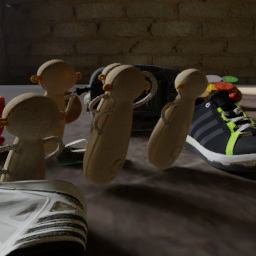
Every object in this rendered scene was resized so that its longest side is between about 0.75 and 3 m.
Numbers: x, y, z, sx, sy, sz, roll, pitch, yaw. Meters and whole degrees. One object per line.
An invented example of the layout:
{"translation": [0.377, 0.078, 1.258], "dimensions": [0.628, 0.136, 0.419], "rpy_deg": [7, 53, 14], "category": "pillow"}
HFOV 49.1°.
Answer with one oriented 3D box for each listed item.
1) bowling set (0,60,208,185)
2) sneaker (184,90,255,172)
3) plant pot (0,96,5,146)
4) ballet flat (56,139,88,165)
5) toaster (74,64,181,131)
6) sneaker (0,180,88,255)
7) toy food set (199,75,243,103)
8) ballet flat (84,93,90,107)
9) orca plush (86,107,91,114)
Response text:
{"translation": [-0.593, -0.360, 3.826], "dimensions": [2.986, 1.603, 2.078], "rpy_deg": [-11, 39, -44], "category": "bowling set"}
{"translation": [1.631, -0.074, 4.976], "dimensions": [1.020, 1.178, 2.844], "rpy_deg": [-4, 11, -19], "category": "sneaker"}
{"translation": [-2.989, -0.094, 5.472], "dimensions": [1.145, 1.043, 1.145], "rpy_deg": [0, 10, 0], "category": "plant pot"}
{"translation": [-0.610, 0.385, 4.679], "dimensions": [1.159, 0.397, 0.394], "rpy_deg": [-2, 11, -14], "category": "ballet flat"}
{"translation": [0.059, -0.851, 7.904], "dimensions": [3.000, 1.705, 1.938], "rpy_deg": [-2, 7, -6], "category": "toaster"}
{"translation": [-1.167, 0.748, 1.908], "dimensions": [1.834, 0.692, 1.055], "rpy_deg": [0, 8, -13], "category": "sneaker"}
{"translation": [3.731, -1.680, 12.656], "dimensions": [2.734, 0.665, 2.706], "rpy_deg": [5, 35, 12], "category": "toy food set"}
{"translation": [-0.445, -0.996, 10.302], "dimensions": [2.282, 0.777, 0.767], "rpy_deg": [-5, -3, -19], "category": "ballet flat"}
{"translation": [-0.472, -0.987, 10.896], "dimensions": [2.265, 0.805, 1.191], "rpy_deg": [2, 11, 9], "category": "orca plush"}
